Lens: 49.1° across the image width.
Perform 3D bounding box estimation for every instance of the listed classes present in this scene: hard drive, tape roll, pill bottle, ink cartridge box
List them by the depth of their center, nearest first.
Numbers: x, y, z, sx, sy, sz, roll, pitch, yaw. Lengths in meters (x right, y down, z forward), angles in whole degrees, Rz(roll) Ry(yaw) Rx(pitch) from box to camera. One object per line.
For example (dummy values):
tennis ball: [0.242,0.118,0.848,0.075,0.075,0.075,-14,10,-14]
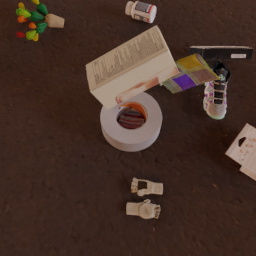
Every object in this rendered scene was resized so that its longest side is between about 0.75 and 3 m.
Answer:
ink cartridge box: [4.393,0.837,9.823,1.469,0.373,1.667,36,64,19]
tape roll: [0.114,-0.291,10.212,2.216,0.732,2.216,0,64,0]
hard drive: [3.569,-3.012,11.184,1.854,0.502,2.654,1,16,2]
pill bottle: [0.615,-5.667,13.588,1.350,0.807,0.807,21,61,12]

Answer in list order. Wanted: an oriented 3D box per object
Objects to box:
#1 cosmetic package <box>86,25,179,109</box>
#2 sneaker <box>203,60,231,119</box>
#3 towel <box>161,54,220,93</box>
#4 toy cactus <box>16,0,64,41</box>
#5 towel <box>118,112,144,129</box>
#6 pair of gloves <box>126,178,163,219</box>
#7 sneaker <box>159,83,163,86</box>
cosmetic package: [0.108,-1.990,9.481,2.797,1.220,1.446,-24,53,15]
sneaker: [3.417,-1.596,10.612,0.882,1.587,2.269,2,58,1]
towel: [2.006,-1.889,10.094,2.126,1.527,0.242,-12,57,42]
toy cactus: [-4.131,-5.048,13.176,2.152,1.333,2.608,7,54,-17]
towel: [0.182,-0.520,10.802,0.953,0.150,1.323,9,59,5]
pair of gloves: [0.553,2.268,9.037,1.077,0.222,1.267,10,60,6]
sneaker: [1.171,-2.036,11.679,0.760,0.285,0.308,35,73,20]
